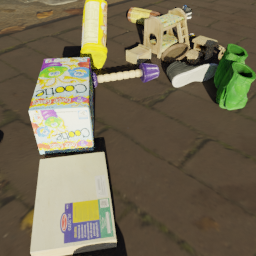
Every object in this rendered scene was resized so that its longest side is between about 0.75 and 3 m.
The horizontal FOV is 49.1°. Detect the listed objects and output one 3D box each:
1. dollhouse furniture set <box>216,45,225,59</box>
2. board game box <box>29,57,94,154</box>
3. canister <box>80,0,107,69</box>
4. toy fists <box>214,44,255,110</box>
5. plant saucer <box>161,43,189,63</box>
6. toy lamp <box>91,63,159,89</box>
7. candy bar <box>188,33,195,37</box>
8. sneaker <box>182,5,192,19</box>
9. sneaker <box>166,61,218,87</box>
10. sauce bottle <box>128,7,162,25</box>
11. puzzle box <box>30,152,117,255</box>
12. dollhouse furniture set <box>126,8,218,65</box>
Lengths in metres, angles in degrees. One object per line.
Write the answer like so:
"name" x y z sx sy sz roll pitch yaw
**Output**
"dollhouse furniture set" 4.018 -2.931 11.382 0.738 0.464 0.834 7 32 -33
"board game box" -1.700 -0.739 7.790 1.420 1.394 2.707 -4 39 -5
"canister" -1.243 -3.396 10.182 0.882 1.513 2.038 3 80 -14
"toy fists" 3.329 -1.559 8.894 0.896 1.328 2.605 17 40 -2
"plant saucer" 1.892 -2.971 11.175 1.159 0.171 1.159 -20 38 17
"toy lamp" -0.124 -1.808 9.700 2.436 0.709 0.709 -11 40 -9
"candy bar" 2.686 -4.326 13.201 1.035 0.115 0.258 -14 45 -18
"sneaker" 2.852 -6.308 15.177 1.221 0.683 0.446 -3 39 -4
"sneaker" 2.251 -2.103 10.011 1.931 0.683 0.958 -17 47 -14
"sauce bottle" 1.130 -5.556 14.222 2.353 0.777 0.777 24 45 24
"puzzle box" -1.149 1.487 5.927 1.557 0.298 2.340 -5 40 -7
"dollhouse furniture set" 1.749 -3.425 10.955 2.461 1.547 2.782 31 48 32
